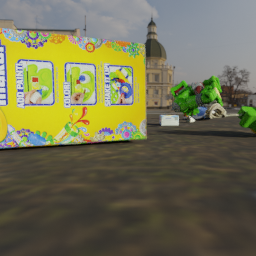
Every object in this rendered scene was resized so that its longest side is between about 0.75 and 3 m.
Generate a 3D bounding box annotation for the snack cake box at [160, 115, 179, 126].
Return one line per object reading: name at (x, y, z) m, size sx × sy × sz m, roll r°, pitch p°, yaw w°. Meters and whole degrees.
snack cake box at (1.496, -0.291, 10.282) m, size 0.614 × 0.359 × 1.067 m, roll -1°, pitch 4°, yaw 3°

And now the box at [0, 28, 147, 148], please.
box at (-1.442, -0.602, 5.295) m, size 2.618 × 1.658 × 2.718 m, roll -3°, pitch 4°, yaw -27°

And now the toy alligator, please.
toy alligator at (2.855, -0.126, 5.681) m, size 2.678 × 0.794 × 0.727 m, roll -1°, pitch 45°, yaw -20°

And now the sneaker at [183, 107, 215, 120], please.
sneaker at (3.697, -0.905, 14.908) m, size 0.958 × 0.975 × 2.531 m, roll 0°, pitch 5°, yaw -20°

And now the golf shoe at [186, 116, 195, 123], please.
golf shoe at (2.726, -0.364, 12.080) m, size 0.372 × 0.300 × 0.766 m, roll 6°, pitch 5°, yaw 4°

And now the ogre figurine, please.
ogre figurine at (2.052, -1.002, 8.393) m, size 1.337 × 1.094 × 2.230 m, roll -20°, pitch 32°, yaw 26°
